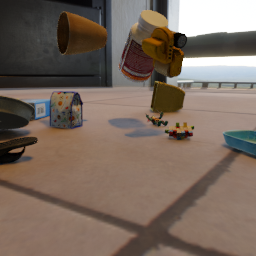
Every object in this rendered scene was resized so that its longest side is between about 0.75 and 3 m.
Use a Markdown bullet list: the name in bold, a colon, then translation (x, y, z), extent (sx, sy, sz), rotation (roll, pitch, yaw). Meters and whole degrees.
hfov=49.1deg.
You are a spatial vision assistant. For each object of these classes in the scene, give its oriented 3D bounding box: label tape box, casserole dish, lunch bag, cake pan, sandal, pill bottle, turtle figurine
- **label tape box**: translation (-5.499, -0.996, 14.279), extent (2.773, 0.917, 1.987), rotation (0, 10, 11)
- **casserole dish**: translation (3.680, 0.424, 8.098), extent (1.274, 0.408, 2.104), rotation (-3, 12, -17)
- **lunch bag**: translation (-2.546, -0.785, 11.574), extent (1.252, 1.473, 0.912), rotation (4, 12, 26)
- **cake pan**: translation (-4.779, -0.486, 9.920), extent (2.829, 0.519, 2.829), rotation (-2, -15, -1)
- **sandal**: translation (-3.179, 0.676, 6.905), extent (1.958, 0.469, 0.736), rotation (-21, 21, -29)
- **pill bottle**: translation (0.671, -3.483, 12.161), extent (1.593, 2.820, 1.593), rotation (11, 48, -13)
- **turtle figurine**: translation (1.216, -0.390, 12.054), extent (0.799, 0.538, 1.068), rotation (-20, 34, -20)

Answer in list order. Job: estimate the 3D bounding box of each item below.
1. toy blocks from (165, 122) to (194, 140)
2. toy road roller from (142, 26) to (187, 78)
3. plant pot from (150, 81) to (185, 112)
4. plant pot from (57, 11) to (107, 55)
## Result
- **toy blocks**: translation (1.773, 0.167, 9.496), extent (1.011, 0.505, 0.691), rotation (-1, 22, 5)
- **toy road roller**: translation (1.192, -2.679, 10.067), extent (1.347, 1.845, 1.134), rotation (-23, 42, -30)
- **plant pot**: translation (2.389, -1.788, 16.632), extent (1.771, 1.720, 1.731), rotation (9, 10, -3)
- **plant pot**: translation (-1.987, -4.154, 12.554), extent (1.947, 1.815, 1.815), rotation (-5, 12, -30)
